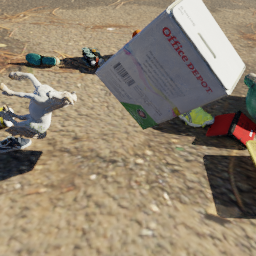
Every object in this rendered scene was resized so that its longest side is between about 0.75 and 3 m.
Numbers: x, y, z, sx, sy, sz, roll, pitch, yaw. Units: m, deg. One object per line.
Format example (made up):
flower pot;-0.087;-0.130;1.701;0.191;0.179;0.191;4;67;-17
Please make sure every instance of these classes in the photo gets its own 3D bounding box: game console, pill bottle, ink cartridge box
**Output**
game console;3.555;0.104;9.571;1.246;0.858;1.446;41;45;1
pill bottle;-4.693;-0.379;9.766;1.210;0.674;0.674;0;36;0
ink cartridge box;0.832;-1.326;6.356;1.197;1.987;2.735;-49;15;-34

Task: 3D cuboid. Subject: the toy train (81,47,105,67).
toy train;-1.782;-3.597;14.159;0.960;0.718;1.685;-6;36;-24

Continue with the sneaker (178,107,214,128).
sneaker;2.156;-0.704;10.102;0.791;0.802;2.098;-29;46;-35

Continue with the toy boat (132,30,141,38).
toy boat;0.477;-3.956;13.753;1.673;1.676;2.563;13;38;17

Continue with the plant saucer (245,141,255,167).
plant saucer;4.604;1.301;7.594;2.335;0.566;2.335;2;37;2

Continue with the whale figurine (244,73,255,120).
whale figurine;5.030;-1.010;10.181;2.337;1.524;2.938;35;18;-3

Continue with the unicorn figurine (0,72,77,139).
unicorn figurine;-1.760;-0.446;5.423;1.389;2.022;0.747;22;55;-8

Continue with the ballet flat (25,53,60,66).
ballet flat;-4.240;-3.387;14.044;1.826;0.644;0.596;14;13;14

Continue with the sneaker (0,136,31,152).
sneaker;-3.599;0.464;8.878;0.991;0.393;0.389;-16;38;-22
